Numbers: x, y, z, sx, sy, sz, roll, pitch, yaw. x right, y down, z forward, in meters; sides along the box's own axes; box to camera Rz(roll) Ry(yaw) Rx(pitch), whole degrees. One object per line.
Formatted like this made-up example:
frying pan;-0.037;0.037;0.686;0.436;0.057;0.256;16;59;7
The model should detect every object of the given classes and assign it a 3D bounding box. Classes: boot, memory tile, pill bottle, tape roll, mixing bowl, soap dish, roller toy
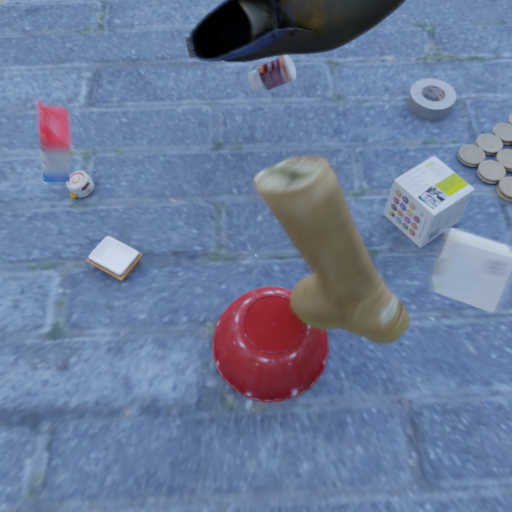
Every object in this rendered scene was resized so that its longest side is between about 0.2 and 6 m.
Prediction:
boot;0.646;-4.002;9.485;3.820;1.427;1.851;-9;23;29
boot;0.725;-0.113;7.218;0.825;2.495;2.185;-48;30;-23
memory tile;5.449;-2.104;11.709;2.182;0.183;1.673;-32;63;-20
pill bottle;0.306;-3.596;11.135;0.869;0.496;0.496;-15;54;22
tape roll;3.919;-3.505;12.522;1.010;0.334;1.010;0;58;0
mixing bowl;0.246;1.235;8.895;1.952;1.057;1.952;0;63;-1
soap dish;-2.569;0.065;10.213;0.809;0.329;0.637;26;61;16
roller toy;-3.498;-1.408;11.149;0.464;0.355;0.508;-12;58;6

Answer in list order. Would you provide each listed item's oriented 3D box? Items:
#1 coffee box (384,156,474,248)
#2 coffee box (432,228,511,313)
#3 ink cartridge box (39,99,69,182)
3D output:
coffee box;3.190;-1.011;10.471;1.054;1.052;1.042;-32;62;-19
coffee box;2.800;0.164;7.298;0.758;0.757;0.750;19;18;9
ink cartridge box;-2.857;-1.621;7.933;0.376;1.119;0.650;-3;65;-20
